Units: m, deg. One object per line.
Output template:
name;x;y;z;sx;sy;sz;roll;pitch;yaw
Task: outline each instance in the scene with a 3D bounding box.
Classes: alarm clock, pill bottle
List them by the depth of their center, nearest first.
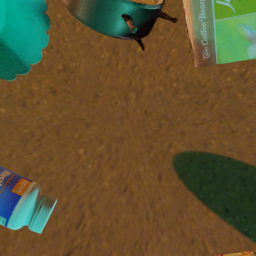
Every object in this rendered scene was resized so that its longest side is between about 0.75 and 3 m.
pill bottle;-1.797;1.054;4.219;1.333;0.747;0.747;25;73;-5
alarm clock;-0.494;-2.624;5.389;2.750;0.916;1.855;44;42;13

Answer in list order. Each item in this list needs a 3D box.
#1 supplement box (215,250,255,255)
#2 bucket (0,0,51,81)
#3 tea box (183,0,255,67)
supplement box;1.954;2.189;3.494;2.325;1.283;0.996;-11;81;8
bucket;-2.743;-2.084;5.706;1.324;2.036;2.036;29;74;18
tea box;2.524;-2.507;5.354;2.861;2.908;1.943;-8;110;12
